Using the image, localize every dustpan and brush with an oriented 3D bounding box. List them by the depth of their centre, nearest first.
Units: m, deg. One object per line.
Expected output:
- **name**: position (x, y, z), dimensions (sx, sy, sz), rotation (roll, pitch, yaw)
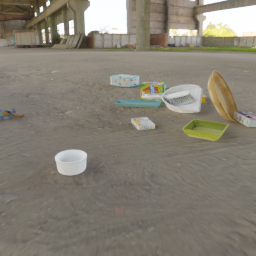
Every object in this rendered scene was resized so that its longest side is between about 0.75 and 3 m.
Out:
- **dustpan and brush**: position (2.000, -1.424, 13.167), dimensions (2.740, 0.784, 1.912), rotation (-7, 40, 25)

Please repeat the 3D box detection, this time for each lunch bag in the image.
- **lunch bag**: position (-0.163, -3.174, 18.740), dimensions (1.789, 0.690, 1.435), rotation (13, 21, 32)

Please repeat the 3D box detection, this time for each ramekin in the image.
- **ramekin**: position (-1.509, 0.924, 7.494), dimensions (0.834, 0.407, 0.834), rotation (1, 20, 0)

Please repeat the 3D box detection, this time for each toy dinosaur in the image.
- **toy dinosaur**: position (-5.270, -0.473, 11.725), dimensions (1.156, 0.669, 1.274), rotation (-8, -27, 25)

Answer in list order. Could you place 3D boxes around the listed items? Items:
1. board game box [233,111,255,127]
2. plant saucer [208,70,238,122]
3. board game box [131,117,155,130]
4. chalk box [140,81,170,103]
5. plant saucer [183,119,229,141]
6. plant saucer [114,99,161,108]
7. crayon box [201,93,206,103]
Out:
- **board game box**: position (4.866, -0.371, 11.222), dimensions (0.773, 0.337, 1.048), rotation (0, 20, -14)
- **plant saucer**: position (3.886, -1.265, 11.623), dimensions (0.407, 2.300, 2.300), rotation (-24, 4, 33)
- **board game box**: position (0.579, -0.185, 11.003), dimensions (0.662, 0.169, 0.985), rotation (-5, 20, -15)
- **chalk box**: position (1.500, -1.861, 14.572), dimensions (1.561, 0.974, 0.967), rotation (4, 20, 14)
- **plant saucer**: position (2.779, 0.091, 9.993), dimensions (1.338, 0.321, 1.340), rotation (11, 22, 28)
- **plant saucer**: position (0.488, -1.208, 13.890), dimensions (2.237, 0.212, 0.782), rotation (3, 20, 12)
- **crayon box**: position (3.481, -1.647, 14.825), dimensions (0.978, 0.401, 1.556), rotation (0, 19, 2)
